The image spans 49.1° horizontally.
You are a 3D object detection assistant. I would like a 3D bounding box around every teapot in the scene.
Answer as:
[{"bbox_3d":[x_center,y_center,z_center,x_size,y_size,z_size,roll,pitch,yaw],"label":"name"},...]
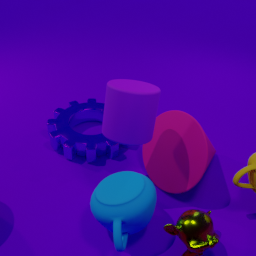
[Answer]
[{"bbox_3d":[-0.031,1.270,4.735,1.102,0.868,1.773,-9,26,12],"label":"teapot"},{"bbox_3d":[2.643,0.903,4.820,1.758,0.861,1.093,5,20,-9],"label":"teapot"}]

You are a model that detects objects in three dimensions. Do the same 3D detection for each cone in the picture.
[{"bbox_3d":[1.426,0.495,5.913,1.599,1.593,1.593,4,26,-42],"label":"cone"}]

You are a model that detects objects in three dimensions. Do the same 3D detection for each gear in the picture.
[{"bbox_3d":[-0.894,-0.022,6.901,2.070,0.383,2.070,2,37,-2],"label":"gear"}]

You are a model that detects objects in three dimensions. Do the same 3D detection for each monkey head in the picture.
[{"bbox_3d":[0.981,1.624,4.292,1.033,0.743,0.622,-2,46,-36],"label":"monkey head"}]

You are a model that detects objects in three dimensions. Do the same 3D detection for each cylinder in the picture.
[{"bbox_3d":[0.044,-0.296,4.865,0.916,0.916,0.916,7,21,-3],"label":"cylinder"}]
